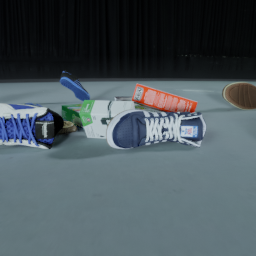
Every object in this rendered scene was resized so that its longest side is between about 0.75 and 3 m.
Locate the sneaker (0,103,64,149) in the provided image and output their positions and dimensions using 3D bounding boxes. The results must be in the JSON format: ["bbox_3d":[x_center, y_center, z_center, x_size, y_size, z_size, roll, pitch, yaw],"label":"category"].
[{"bbox_3d":[-2.474,-0.078,6.079,1.560,1.091,2.701,7,12,38],"label":"sneaker"}]

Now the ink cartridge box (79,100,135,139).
[{"bbox_3d":[-0.450,-0.191,6.856,1.235,0.905,0.513,2,47,12],"label":"ink cartridge box"}]

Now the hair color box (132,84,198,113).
[{"bbox_3d":[1.159,-0.851,9.228,2.005,0.614,1.018,18,2,2],"label":"hair color box"}]

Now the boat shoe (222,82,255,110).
[{"bbox_3d":[5.199,-1.300,12.066,2.995,1.106,1.108,8,6,-19],"label":"boat shoe"}]

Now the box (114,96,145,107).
[{"bbox_3d":[0.243,-1.179,12.527,1.639,0.396,1.298,-3,12,-8],"label":"box"}]

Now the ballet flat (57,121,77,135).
[{"bbox_3d":[-2.107,-0.146,7.924,0.636,0.438,1.889,-11,16,-41],"label":"ballet flat"}]

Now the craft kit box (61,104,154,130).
[{"bbox_3d":[-0.745,-0.474,9.320,2.342,0.575,2.371,-4,13,-30],"label":"craft kit box"}]

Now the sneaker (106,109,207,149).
[{"bbox_3d":[0.762,0.040,6.125,1.308,0.845,2.412,9,12,44],"label":"sneaker"}]

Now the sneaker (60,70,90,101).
[{"bbox_3d":[-2.608,-2.150,14.201,0.692,0.768,1.972,-20,-41,27],"label":"sneaker"}]
